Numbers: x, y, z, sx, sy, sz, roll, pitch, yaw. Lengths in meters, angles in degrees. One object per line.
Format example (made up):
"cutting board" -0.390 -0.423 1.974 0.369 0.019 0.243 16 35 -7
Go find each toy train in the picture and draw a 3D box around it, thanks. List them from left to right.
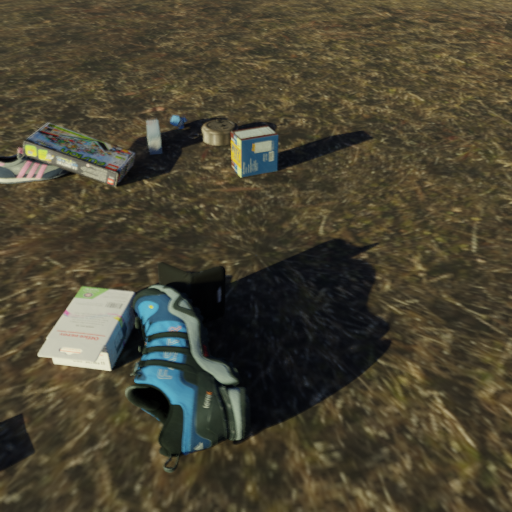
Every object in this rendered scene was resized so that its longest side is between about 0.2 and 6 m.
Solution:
"toy train" -2.236 -3.875 16.121 0.417 0.316 0.730 24 15 -10

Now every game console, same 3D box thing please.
"game console" -1.024 0.549 9.025 0.924 1.051 0.612 -15 40 -23

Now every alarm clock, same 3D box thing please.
"alarm clock" -1.140 -3.416 15.502 1.500 0.499 1.012 -13 36 -14

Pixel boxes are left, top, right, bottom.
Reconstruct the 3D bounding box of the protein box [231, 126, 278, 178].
"protein box" -0.043 -2.562 13.746 0.984 0.977 0.664 -13 36 -18

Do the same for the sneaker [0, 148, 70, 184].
"sneaker" -5.365 -2.237 13.458 1.855 0.761 0.651 -12 36 -17

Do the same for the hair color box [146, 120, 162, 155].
"hair color box" -2.747 -3.209 15.094 0.334 0.545 1.100 -8 35 -8

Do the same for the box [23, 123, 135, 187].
"box" -4.238 -2.463 13.545 2.293 0.398 1.262 19 34 -3

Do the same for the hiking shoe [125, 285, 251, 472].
"hiking shoe" -1.256 1.421 7.705 1.304 1.119 3.007 -17 38 -25

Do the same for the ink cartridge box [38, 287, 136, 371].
"ink cartridge box" -2.513 1.193 8.558 0.946 0.544 1.615 5 34 8
